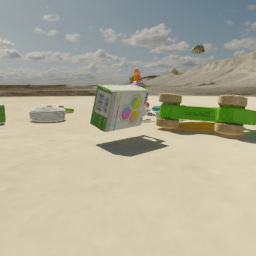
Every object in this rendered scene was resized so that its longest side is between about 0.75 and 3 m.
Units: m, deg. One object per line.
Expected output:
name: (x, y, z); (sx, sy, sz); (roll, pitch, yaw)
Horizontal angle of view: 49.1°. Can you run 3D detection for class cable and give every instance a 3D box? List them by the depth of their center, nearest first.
cable: (-2.985, -0.505, 10.356); (1.325, 0.459, 1.326); (3, 9, 12)

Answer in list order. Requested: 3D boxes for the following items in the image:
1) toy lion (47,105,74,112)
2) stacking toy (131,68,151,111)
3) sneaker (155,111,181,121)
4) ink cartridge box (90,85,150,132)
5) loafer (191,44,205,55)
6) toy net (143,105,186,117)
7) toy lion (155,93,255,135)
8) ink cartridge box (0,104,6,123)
toy lion: (-3.257, -0.893, 13.749); (1.116, 0.383, 1.070); (3, 1, 23)
stacking toy: (0.474, -1.851, 13.735); (1.194, 2.176, 1.263); (4, 8, 28)
sneaker: (1.477, -0.460, 10.072); (1.038, 0.450, 0.389); (-2, 7, -25)
ink cartridge box: (-0.016, -0.505, 6.486); (0.516, 0.903, 1.740); (27, 23, 34)
loafer: (2.282, -2.523, 9.051); (0.833, 0.291, 0.291); (-31, -7, -47)
toy net: (1.043, -0.566, 10.750); (2.817, 0.544, 1.478); (-10, 15, -42)
toy lion: (2.413, -0.390, 8.438); (2.941, 1.010, 2.819); (7, 3, 42)
ink cartridge box: (-5.149, -0.393, 8.803); (1.126, 0.643, 2.168); (4, 9, 29)
